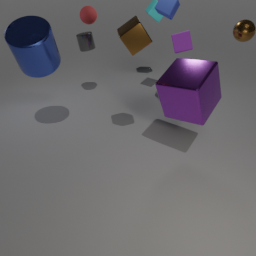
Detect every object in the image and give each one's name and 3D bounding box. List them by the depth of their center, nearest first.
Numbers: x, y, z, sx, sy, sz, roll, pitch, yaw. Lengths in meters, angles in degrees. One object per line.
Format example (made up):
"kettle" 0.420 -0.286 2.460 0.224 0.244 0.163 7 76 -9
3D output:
"cube" 0.183 -2.668 8.090 0.700 0.700 0.700 -32 35 14
"cube" 1.907 -1.151 8.662 1.400 1.400 1.400 16 54 36
"cylinder" -3.006 -2.586 9.002 1.400 1.400 1.400 -1 61 1
"ball" 3.805 -3.181 9.174 0.700 0.700 0.700 0 32 0
"cube" 2.130 -3.363 10.995 0.700 0.700 0.700 -11 11 14
"ball" -1.594 -4.545 11.282 0.700 0.700 0.700 0 32 0
"cube" 1.597 -4.919 11.307 0.700 0.700 0.700 32 14 11
"cylinder" -1.846 -3.797 12.297 0.700 0.700 0.700 -9 29 5
"cube" 1.358 -5.628 13.404 0.700 0.700 0.700 29 25 -27
